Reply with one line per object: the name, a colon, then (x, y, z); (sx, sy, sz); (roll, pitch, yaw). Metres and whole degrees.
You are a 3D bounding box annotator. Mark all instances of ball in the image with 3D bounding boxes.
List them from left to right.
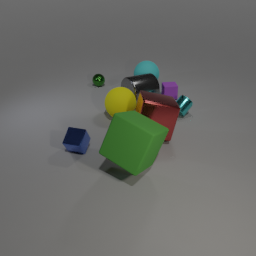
ball: (-1.628, -2.661, 15.543); (0.700, 0.700, 0.700); (0, 31, 0)
ball: (-0.330, -1.100, 12.327); (1.400, 1.400, 1.400); (0, 31, 0)
ball: (1.013, -2.969, 15.340); (1.400, 1.400, 1.400); (0, 31, 0)

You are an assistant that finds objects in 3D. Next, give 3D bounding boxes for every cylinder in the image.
cylinder: (0.579, -1.852, 13.507); (1.400, 1.400, 1.400); (-16, 35, -28)
cylinder: (2.446, -1.001, 12.603); (0.700, 0.700, 0.700); (-50, 47, -6)

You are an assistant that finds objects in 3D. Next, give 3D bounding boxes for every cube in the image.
cube: (-1.867, 0.464, 10.235); (0.700, 0.700, 0.700); (8, 62, 13)
cube: (0.204, 0.403, 8.730); (1.400, 1.400, 1.400); (29, 18, 20)
cube: (1.050, -0.501, 10.902); (1.400, 1.400, 1.400); (10, 23, -8)
cube: (2.120, -1.913, 14.289); (0.700, 0.700, 0.700); (-4, 28, -4)
